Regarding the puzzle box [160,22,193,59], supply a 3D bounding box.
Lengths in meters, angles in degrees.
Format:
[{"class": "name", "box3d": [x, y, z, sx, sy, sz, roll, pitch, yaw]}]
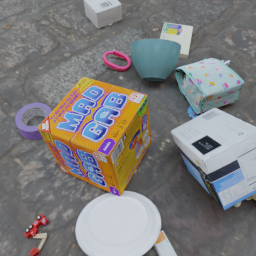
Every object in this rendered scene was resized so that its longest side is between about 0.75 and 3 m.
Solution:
[{"class": "puzzle box", "box3d": [2.468, -4.588, 14.571, 1.593, 0.304, 2.394, 11, 55, 8]}]

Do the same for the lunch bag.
[{"class": "lunch bag", "box3d": [3.342, -1.993, 12.030, 2.015, 1.442, 2.365, -19, 53, -12]}]

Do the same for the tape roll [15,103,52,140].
[{"class": "tape roll", "box3d": [-3.739, -0.284, 11.352, 1.444, 0.614, 1.444, 0, 54, 0]}]

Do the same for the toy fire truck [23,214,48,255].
[{"class": "toy fire truck", "box3d": [-2.869, 3.419, 8.944, 0.792, 0.274, 1.123, 30, 59, 19]}]

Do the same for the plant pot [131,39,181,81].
[{"class": "plant pot", "box3d": [1.190, -2.923, 12.517, 2.233, 2.233, 1.504, 4, 92, 3]}]

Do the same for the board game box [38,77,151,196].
[{"class": "board game box", "box3d": [-0.915, 0.269, 9.574, 2.545, 2.545, 2.547, 18, 56, 22]}]

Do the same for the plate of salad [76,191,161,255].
[{"class": "plate of salad", "box3d": [-0.297, 3.078, 8.871, 2.686, 0.645, 2.686, -4, 33, 3]}]

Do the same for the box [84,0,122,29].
[{"class": "box", "box3d": [-1.387, -6.550, 15.513, 1.570, 1.031, 1.578, -27, 59, -18]}]

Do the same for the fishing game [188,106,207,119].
[{"class": "fishing game", "box3d": [3.025, -0.708, 11.910, 0.939, 0.204, 1.312, 9, 56, 9]}]

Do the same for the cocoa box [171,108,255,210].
[{"class": "cocoa box", "box3d": [2.868, 0.820, 8.852, 1.863, 1.833, 2.794, -28, 18, -1]}]

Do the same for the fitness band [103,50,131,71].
[{"class": "fitness band", "box3d": [-0.541, -3.262, 13.504, 1.365, 0.255, 0.980, 23, 57, -1]}]

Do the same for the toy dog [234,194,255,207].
[{"class": "toy dog", "box3d": [4.806, 2.026, 9.387, 2.077, 1.449, 2.014, 15, 42, 8]}]

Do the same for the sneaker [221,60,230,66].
[{"class": "sneaker", "box3d": [4.320, -3.148, 13.486, 1.027, 0.414, 0.752, -32, 65, -15]}]

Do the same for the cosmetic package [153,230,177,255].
[{"class": "cosmetic package", "box3d": [1.106, 3.725, 8.699, 0.459, 0.322, 0.905, -23, 59, -15]}]
